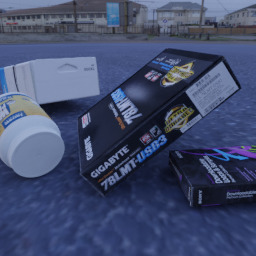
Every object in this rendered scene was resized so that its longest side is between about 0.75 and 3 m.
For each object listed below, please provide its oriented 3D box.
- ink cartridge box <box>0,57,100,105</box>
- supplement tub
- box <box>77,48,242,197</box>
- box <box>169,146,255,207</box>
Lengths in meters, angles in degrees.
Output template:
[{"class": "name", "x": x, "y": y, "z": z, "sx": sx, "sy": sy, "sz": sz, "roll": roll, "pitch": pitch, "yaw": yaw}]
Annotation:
[{"class": "ink cartridge box", "x": -2.559, "y": -1.499, "z": 8.915, "sx": 2.082, "sy": 1.213, "sz": 2.879, "roll": -15, "pitch": 15, "yaw": -37}, {"class": "supplement tub", "x": -1.870, "y": 0.092, "z": 5.039, "sx": 1.064, "sy": 1.064, "sz": 1.471, "roll": -14, "pitch": 37, "yaw": -35}, {"class": "box", "x": 0.248, "y": -0.385, "z": 5.240, "sx": 2.660, "sy": 0.666, "sz": 2.680, "roll": -37, "pitch": 21, "yaw": 4}, {"class": "box", "x": 1.773, "y": 0.686, "z": 4.514, "sx": 1.991, "sy": 0.359, "sz": 1.423, "roll": -5, "pitch": 16, "yaw": -4}]
